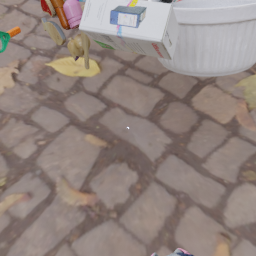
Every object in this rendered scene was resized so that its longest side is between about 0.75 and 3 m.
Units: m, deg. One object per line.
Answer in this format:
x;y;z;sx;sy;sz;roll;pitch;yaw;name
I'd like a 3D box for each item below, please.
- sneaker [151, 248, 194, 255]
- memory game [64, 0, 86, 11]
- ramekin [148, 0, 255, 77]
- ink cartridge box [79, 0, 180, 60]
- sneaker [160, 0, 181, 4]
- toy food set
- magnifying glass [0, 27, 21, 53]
0.734;1.627;3.246;1.330;0.467;0.546;-20;29;30;sneaker
-1.317;-4.332;8.116;2.467;2.467;0.157;-13;45;-9;memory game
1.819;-2.232;6.333;2.720;1.428;2.720;-4;33;3;ramekin
0.071;-1.548;4.388;1.321;0.960;0.578;17;93;18;ink cartridge box
0.900;-3.407;6.524;0.704;0.530;1.505;-16;56;-22;sneaker
-1.528;-2.637;7.038;0.397;1.601;2.518;-28;57;-25;toy food set
-2.905;-2.144;6.603;0.142;0.505;1.269;-6;33;19;magnifying glass
